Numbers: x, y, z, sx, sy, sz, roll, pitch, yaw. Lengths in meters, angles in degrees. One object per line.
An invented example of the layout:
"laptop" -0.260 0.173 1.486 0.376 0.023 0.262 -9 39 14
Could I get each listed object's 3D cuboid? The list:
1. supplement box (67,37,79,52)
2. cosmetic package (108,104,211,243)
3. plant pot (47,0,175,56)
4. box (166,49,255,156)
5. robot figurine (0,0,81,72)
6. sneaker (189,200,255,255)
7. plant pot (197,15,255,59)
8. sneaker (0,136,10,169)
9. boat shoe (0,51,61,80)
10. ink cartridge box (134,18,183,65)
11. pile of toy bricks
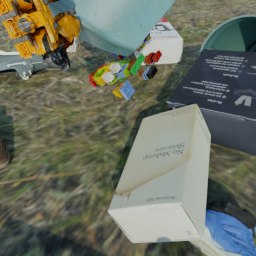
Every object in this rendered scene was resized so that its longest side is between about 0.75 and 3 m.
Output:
"supplement box" -2.668 -3.407 11.036 1.364 0.502 0.860 1 40 0
"cosmetic package" 0.735 0.732 5.245 1.323 0.934 2.556 -16 30 28
"plant pot" -0.337 -2.637 5.652 2.133 2.094 2.088 39 2 -11
"box" 2.339 -0.706 6.482 2.006 1.198 2.040 17 58 38
"robot figurine" -1.108 -1.497 3.710 0.552 1.375 1.896 -15 28 11
"sneaker" 1.879 1.856 4.374 1.035 0.714 1.860 -34 43 -23
"plant pot" 3.379 -1.521 7.240 1.766 2.636 2.636 -20 42 -39
"sneaker" -3.215 0.246 6.406 0.619 0.663 1.756 -22 44 -25
"boat shoe" -3.517 -1.978 9.228 2.884 1.050 0.891 -1 82 -12
"ink cartridge box" 0.970 -3.308 10.583 1.595 0.916 2.196 -7 39 -8
"pile of toy bricks" -0.147 -1.906 8.812 1.329 1.493 2.692 -2 47 45
